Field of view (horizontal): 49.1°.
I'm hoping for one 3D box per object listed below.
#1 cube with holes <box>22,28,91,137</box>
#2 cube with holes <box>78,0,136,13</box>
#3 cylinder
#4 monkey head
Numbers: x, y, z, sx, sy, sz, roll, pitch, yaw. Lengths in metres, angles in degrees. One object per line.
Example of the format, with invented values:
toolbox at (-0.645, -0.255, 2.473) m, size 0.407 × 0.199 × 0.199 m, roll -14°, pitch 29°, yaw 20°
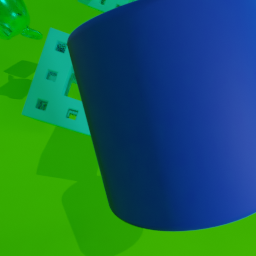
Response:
cube with holes at (-0.814, -0.611, 4.774) m, size 1.335 × 1.335 × 1.335 m, roll 17°, pitch -5°, yaw -10°
cube with holes at (-0.393, -3.742, 7.569) m, size 1.267 × 1.267 × 1.267 m, roll 22°, pitch 18°, yaw 3°
cylinder at (0.337, -0.153, 2.053) m, size 1.276 × 1.276 × 1.276 m, roll -13°, pitch 9°, yaw 2°
monkey head at (-3.169, -2.757, 6.967) m, size 1.426 × 1.982 × 1.194 m, roll -21°, pitch 25°, yaw 50°
